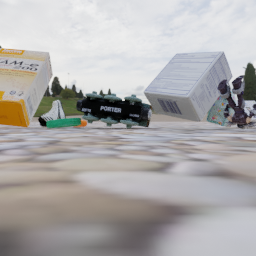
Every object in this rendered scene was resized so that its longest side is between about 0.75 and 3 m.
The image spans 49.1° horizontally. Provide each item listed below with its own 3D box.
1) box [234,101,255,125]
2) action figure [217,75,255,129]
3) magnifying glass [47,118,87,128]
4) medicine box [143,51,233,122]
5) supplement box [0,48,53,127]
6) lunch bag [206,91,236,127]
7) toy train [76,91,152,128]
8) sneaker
[{"bbox_3d":[3.703,-0.500,9.061,1.420,0.258,1.025,-1,40,-13],"label":"box"},{"bbox_3d":[2.357,-0.460,5.977,0.819,1.259,0.437,-2,37,41],"label":"action figure"},{"bbox_3d":[-1.794,-0.142,8.974,0.991,0.279,2.491,-7,1,8],"label":"magnifying glass"},{"bbox_3d":[1.502,-1.095,7.025,1.482,1.627,0.837,15,-32,50],"label":"medicine box"},{"bbox_3d":[-3.630,-1.381,8.870,1.738,1.014,2.758,5,45,1],"label":"supplement box"},{"bbox_3d":[2.566,-0.550,7.523,0.591,0.968,0.825,20,10,32],"label":"lunch bag"},{"bbox_3d":[-0.352,-0.497,8.403,2.316,0.987,1.320,7,-2,18],"label":"toy train"},{"bbox_3d":[-2.653,-0.510,9.558,0.859,0.564,1.494,-8,33,-19],"label":"sneaker"}]
